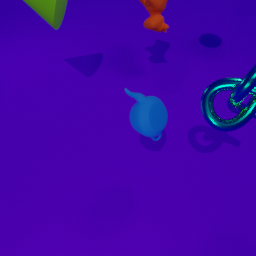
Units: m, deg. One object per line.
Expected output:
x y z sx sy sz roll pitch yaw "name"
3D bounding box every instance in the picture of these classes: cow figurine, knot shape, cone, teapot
0.837 -3.348 7.708 1.276 1.256 0.701 -53 38 0 "cow figurine"
1.997 -0.563 4.615 1.405 1.314 0.649 3 45 -7 "knot shape"
-2.142 -3.077 6.473 1.244 1.239 1.239 15 51 -7 "cone"
0.354 -0.261 5.644 0.642 1.312 0.816 0 38 45 "teapot"
